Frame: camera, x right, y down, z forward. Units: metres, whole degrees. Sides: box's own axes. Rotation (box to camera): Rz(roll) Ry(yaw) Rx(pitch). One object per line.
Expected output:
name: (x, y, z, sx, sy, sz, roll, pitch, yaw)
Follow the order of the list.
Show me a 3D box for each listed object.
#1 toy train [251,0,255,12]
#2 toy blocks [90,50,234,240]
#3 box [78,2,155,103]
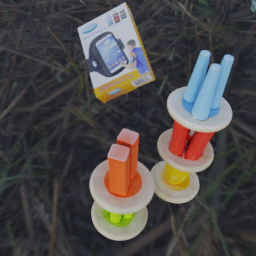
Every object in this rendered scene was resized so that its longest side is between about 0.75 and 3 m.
toy train: (3.736, -3.035, 7.306, 1.031, 0.771, 1.809, 58, 32, -13)
toy blocks: (0.518, 0.335, 4.569, 2.477, 2.972, 1.079, -23, 51, -28)
box: (-0.279, -1.479, 5.174, 1.062, 0.370, 1.784, -23, 71, 14)
